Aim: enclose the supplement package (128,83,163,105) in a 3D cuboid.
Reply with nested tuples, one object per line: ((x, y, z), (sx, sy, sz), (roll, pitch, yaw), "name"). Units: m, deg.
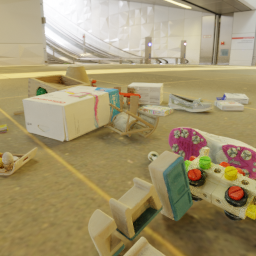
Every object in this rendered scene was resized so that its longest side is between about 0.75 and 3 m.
((0.988, -1.922, 15.463), (1.781, 0.987, 1.387), (4, 17, 12), "supplement package")

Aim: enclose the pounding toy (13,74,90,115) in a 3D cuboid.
((-3.486, -1.320, 12.773), (2.287, 1.766, 2.484), (23, 26, 29), "pounding toy")

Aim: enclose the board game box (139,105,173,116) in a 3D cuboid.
((1.313, -0.838, 13.130), (1.340, 0.229, 0.901), (11, 19, 33), "board game box")

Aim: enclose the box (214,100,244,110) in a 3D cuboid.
((5.059, -1.145, 14.110), (1.038, 0.274, 1.332), (0, 17, 0), "box")

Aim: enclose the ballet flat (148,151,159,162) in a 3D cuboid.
((0.702, 0.789, 7.414), (0.288, 0.288, 0.830), (-8, 18, -24), "ballet flat")

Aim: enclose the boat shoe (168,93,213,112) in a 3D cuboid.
((2.997, -1.217, 13.536), (2.242, 0.719, 0.826), (12, 20, 35), "boat shoe")

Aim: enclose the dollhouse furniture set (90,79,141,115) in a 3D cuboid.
((-0.610, -1.626, 13.581), (2.454, 1.278, 2.480), (4, 17, -5), "dollhouse furniture set")

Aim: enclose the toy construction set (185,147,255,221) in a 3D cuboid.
((2.079, 0.924, 5.442), (2.546, 1.173, 1.670), (7, 40, 49), "toy construction set")

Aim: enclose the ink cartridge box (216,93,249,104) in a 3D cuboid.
((5.896, -1.709, 15.919), (1.619, 0.329, 1.616), (4, 17, 13), "ink cartridge box")

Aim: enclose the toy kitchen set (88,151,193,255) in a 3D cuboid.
((0.648, 1.523, 4.158), (1.978, 1.165, 1.585), (-36, 35, -30), "toy kitchen set")

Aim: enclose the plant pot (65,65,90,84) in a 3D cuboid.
((-2.958, -2.585, 16.080), (1.805, 1.927, 1.805), (-1, 16, 0), "plant pot")

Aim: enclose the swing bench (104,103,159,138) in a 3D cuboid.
((0.114, -0.228, 9.820), (1.379, 0.894, 1.371), (9, 9, -30), "swing bench")

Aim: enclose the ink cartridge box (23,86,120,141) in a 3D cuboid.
((-2.013, -0.686, 10.515), (2.166, 1.269, 2.998), (10, 23, 33), "ink cartridge box")

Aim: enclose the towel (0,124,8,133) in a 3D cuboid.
((-5.023, 0.058, 10.231), (1.230, 0.140, 0.883), (-6, 18, -20), "towel")

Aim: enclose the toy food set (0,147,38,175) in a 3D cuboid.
((-3.375, 0.732, 7.288), (1.637, 0.495, 1.175), (2, 17, 8), "toy food set")

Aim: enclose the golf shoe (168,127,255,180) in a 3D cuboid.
((2.250, 0.616, 7.233), (2.591, 0.976, 1.186), (24, 17, 41), "golf shoe")
